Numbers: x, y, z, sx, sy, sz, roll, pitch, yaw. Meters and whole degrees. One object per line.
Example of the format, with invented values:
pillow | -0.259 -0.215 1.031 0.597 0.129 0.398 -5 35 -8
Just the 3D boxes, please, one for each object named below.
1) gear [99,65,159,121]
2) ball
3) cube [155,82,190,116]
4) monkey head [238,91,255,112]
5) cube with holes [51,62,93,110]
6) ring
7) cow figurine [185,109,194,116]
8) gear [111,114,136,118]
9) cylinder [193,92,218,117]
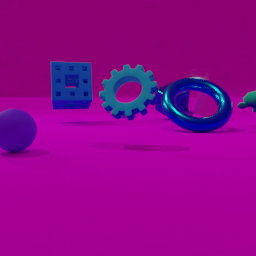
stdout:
gear | 0.012 -0.687 5.337 1.106 1.106 0.204 2 -22 18
ball | -1.973 0.040 4.866 0.748 0.748 0.748 0 7 0
cube | 1.732 -1.091 11.016 0.956 0.956 0.956 -27 43 -29
monkey head | 3.851 -0.755 8.412 1.051 0.756 0.633 -14 20 21
cube with holes | -1.983 -1.427 9.760 1.304 1.304 1.304 -2 -9 -14
ring | 1.943 -0.704 7.940 2.010 0.402 2.010 1 51 -1
cow figurine | 2.300 -0.662 11.842 0.997 0.547 0.981 9 12 22
gear | -0.206 -0.570 12.331 1.066 0.197 1.066 0 7 0
cylinder | 3.313 -1.000 11.584 1.020 1.020 1.020 12 11 -2
